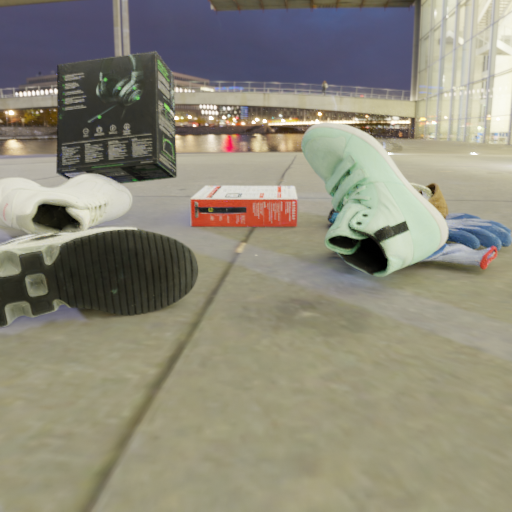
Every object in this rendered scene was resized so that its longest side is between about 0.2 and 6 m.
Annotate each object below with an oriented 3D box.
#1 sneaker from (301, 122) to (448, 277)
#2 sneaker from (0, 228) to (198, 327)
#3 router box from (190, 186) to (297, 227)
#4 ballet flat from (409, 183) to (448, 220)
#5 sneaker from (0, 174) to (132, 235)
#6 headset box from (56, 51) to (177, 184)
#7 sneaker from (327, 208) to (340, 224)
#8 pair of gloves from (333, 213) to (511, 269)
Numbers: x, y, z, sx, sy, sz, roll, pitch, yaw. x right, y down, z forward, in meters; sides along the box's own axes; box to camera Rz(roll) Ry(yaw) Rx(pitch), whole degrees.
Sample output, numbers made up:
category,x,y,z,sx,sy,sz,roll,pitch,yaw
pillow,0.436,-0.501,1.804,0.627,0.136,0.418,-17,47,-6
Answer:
category,x,y,z,sx,sy,sz,roll,pitch,yaw
sneaker,1.389,-0.927,8.454,1.696,1.058,2.876,-26,63,-38
sneaker,-2.299,0.113,7.088,3.042,1.127,1.346,-3,16,-16
router box,-0.230,-1.288,14.059,2.481,0.675,2.764,1,13,3
ballet flat,2.380,-0.785,9.640,2.506,0.906,0.850,-16,12,-30
sneaker,-3.802,-0.879,11.790,1.614,1.266,3.249,30,28,32
headset box,-3.233,-3.217,13.059,2.457,2.822,1.309,-5,-8,10
sneaker,2.456,-1.278,13.346,0.893,0.999,2.440,10,17,35
pair of gloves,3.024,-0.299,10.288,2.877,0.408,3.578,9,21,30
